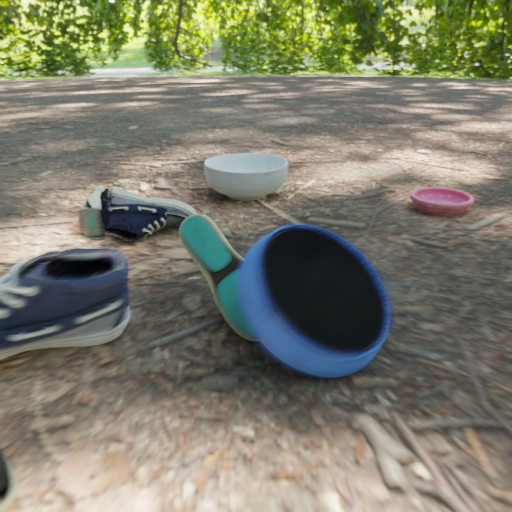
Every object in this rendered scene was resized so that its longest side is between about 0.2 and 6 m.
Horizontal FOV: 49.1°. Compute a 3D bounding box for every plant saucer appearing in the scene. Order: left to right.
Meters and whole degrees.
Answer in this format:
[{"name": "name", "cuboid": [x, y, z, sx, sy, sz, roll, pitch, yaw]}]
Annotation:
[{"name": "plant saucer", "cuboid": [4.073, -1.186, 12.361, 1.330, 0.337, 1.330, 0, 23, 0]}]

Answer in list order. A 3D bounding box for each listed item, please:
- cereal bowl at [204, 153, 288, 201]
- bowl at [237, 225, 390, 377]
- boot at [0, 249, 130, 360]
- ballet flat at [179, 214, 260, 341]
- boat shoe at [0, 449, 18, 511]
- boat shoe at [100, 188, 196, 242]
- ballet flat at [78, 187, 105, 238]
[{"name": "cereal bowl", "cuboid": [-0.240, -1.833, 13.274, 2.010, 0.837, 2.010, 0, 22, 0]}, {"name": "bowl", "cuboid": [0.754, 0.465, 6.760, 1.985, 0.390, 1.985, 15, 51, -19]}, {"name": "boot", "cuboid": [-2.896, 0.536, 6.614, 2.769, 1.251, 1.007, -9, 50, -22]}, {"name": "ballet flat", "cuboid": [-0.360, 0.301, 7.768, 0.725, 0.725, 2.087, -16, 64, -34]}, {"name": "boat shoe", "cuboid": [-3.330, 1.494, 5.076, 3.055, 0.957, 1.117, 18, 30, 33]}, {"name": "boat shoe", "cuboid": [-2.057, -0.631, 10.760, 1.932, 0.721, 0.896, 10, 59, -26]}, {"name": "ballet flat", "cuboid": [-3.185, -1.048, 11.516, 0.763, 0.721, 2.264, -3, 22, -8]}]
